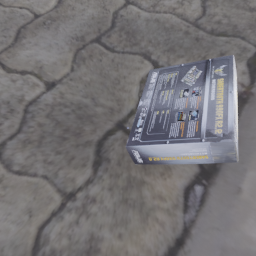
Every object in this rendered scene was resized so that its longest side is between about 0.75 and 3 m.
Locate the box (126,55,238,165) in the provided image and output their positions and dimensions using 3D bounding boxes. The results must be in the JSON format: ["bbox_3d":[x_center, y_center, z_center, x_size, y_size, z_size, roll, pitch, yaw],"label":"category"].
[{"bbox_3d":[1.108,-0.380,5.330,1.814,0.554,2.291,-5,45,24],"label":"box"}]
